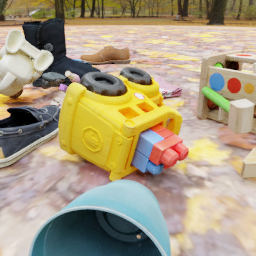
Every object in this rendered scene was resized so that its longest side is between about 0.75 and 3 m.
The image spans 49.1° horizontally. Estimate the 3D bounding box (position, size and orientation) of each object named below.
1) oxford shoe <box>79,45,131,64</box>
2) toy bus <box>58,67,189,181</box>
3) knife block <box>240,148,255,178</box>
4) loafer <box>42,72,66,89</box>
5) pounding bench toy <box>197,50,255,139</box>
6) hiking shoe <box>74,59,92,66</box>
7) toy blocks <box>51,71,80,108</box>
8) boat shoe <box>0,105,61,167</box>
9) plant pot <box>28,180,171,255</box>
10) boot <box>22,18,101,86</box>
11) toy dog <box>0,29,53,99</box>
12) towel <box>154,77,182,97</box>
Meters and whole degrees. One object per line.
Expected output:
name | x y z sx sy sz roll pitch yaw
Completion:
oxford shoe | -1.254 -3.945 15.031 2.762 0.984 0.985 -5 26 -7
toy bus | 0.241 -0.028 5.565 2.333 1.649 2.430 31 34 28
knife block | 2.696 0.707 5.205 0.890 0.324 1.013 17 28 36
loafer | -2.690 -1.674 9.939 0.546 0.478 1.521 25 14 2
pounding bench toy | 2.683 -0.879 7.069 2.791 1.734 2.177 -18 30 -36
hiking shoe | -2.809 -2.570 12.146 2.561 0.953 1.110 6 15 -10
toy blocks | -1.430 -0.896 8.451 1.156 1.237 1.042 23 -2 20
boat shoe | -2.286 -0.104 6.413 1.037 0.865 2.779 5 23 16
plant pot | -0.144 1.206 3.044 1.338 1.338 1.257 5 11 11
boot | -2.433 -2.909 10.784 2.936 2.467 1.121 -3 24 -8
toy dog | -3.518 -1.660 8.776 1.416 1.968 2.030 25 -29 -31
towel | 0.276 -1.446 9.870 2.724 0.310 1.962 -7 25 -23
